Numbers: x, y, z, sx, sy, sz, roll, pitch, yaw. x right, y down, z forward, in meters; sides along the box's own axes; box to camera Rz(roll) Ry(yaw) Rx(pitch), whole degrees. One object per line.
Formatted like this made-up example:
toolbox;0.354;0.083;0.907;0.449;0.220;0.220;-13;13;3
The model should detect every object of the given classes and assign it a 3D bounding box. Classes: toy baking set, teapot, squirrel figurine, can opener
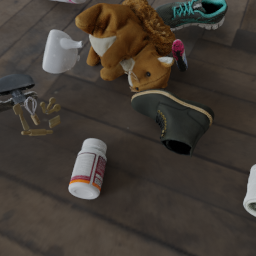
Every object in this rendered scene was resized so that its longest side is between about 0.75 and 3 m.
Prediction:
toy baking set;-2.253;-0.278;6.976;0.161;1.063;1.385;30;24;35
teapot;-1.543;-1.739;6.644;0.787;1.064;1.078;11;26;-24
squirrel figurine;0.385;-2.424;8.258;2.688;2.038;2.880;40;67;18
can opener;-3.561;-0.567;6.801;2.704;0.721;0.904;-21;85;-19

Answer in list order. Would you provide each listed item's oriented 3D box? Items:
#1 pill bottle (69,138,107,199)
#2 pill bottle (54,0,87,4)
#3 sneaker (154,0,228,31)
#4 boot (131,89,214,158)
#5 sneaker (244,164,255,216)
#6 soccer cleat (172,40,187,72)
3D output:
pill bottle;-0.887;0.925;6.504;0.701;0.701;1.279;6;53;5
pill bottle;-2.700;-5.571;10.588;2.486;1.409;1.409;21;56;28
sneaker;2.172;-4.081;9.709;2.677;1.221;1.039;-5;87;-2
boot;0.825;-0.172;6.890;2.207;0.855;1.527;13;43;26
sneaker;3.570;1.406;5.462;2.435;0.897;1.407;-5;28;38
soccer cleat;1.546;-2.193;8.432;0.359;1.028;0.444;-10;34;15
